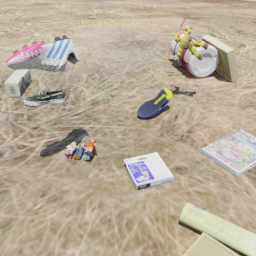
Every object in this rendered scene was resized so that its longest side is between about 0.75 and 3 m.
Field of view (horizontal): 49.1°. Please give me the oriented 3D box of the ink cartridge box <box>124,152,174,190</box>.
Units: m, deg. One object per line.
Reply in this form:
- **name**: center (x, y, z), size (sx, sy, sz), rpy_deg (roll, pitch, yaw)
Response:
- **ink cartridge box**: center (0.588, 1.248, 8.344), size (1.155, 0.253, 1.166), rpy_deg (-10, 36, -16)

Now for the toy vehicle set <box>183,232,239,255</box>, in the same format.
- **toy vehicle set**: center (1.466, 3.083, 5.461), size (1.262, 0.269, 2.030), rpy_deg (28, 42, 36)

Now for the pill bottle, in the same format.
- **pill bottle**: center (3.510, -4.054, 15.306), size (1.695, 1.695, 2.969), rpy_deg (-8, 34, -12)

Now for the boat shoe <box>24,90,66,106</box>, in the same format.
- **boat shoe**: center (-3.624, -1.379, 12.166), size (1.779, 0.566, 0.629), rpy_deg (-7, 33, -11)

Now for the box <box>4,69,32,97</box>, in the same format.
- **box**: center (-5.158, -2.165, 13.251), size (0.624, 0.750, 1.825), rpy_deg (1, 34, 0)

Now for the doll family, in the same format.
- **doll family**: center (-1.440, 0.724, 9.078), size (1.152, 0.519, 0.715), rpy_deg (-7, 36, 22)

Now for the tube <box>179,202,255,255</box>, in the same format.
- **tube**: center (2.162, 2.372, 6.449), size (1.945, 0.505, 0.564), rpy_deg (21, 71, 22)

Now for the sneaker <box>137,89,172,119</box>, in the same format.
- **sneaker**: center (1.090, -0.874, 11.406), size (1.743, 0.717, 0.644), rpy_deg (-36, 75, -20)

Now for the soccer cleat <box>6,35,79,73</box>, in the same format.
- **soccer cleat**: center (-2.037, -1.741, 7.113), size (0.706, 0.872, 2.020), rpy_deg (-20, 13, 46)

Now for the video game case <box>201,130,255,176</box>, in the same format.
- **video game case**: center (3.653, 0.742, 9.213), size (2.032, 0.183, 1.455), rpy_deg (-20, 37, -29)

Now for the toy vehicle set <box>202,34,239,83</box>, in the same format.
- **toy vehicle set**: center (4.801, -3.696, 14.711), size (0.367, 1.720, 2.768), rpy_deg (-24, 35, 1)

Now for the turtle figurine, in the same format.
- **turtle figurine**: center (2.475, -3.453, 11.258), size (1.490, 1.847, 0.595), rpy_deg (23, -2, -5)
